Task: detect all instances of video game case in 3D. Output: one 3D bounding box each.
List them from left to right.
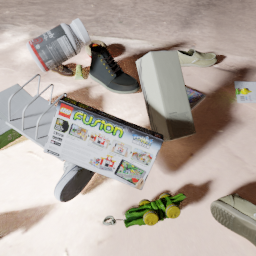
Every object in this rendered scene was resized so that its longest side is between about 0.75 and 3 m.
[{"bbox_3d":[2.146,-1.390,11.951,1.902,0.171,1.362,28,48,29],"label":"video game case"}]

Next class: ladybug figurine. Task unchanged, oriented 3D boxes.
[{"bbox_3d":[-1.661,-4.069,14.770,1.164,0.617,1.715,-4,40,-4],"label":"ladybug figurine"}]

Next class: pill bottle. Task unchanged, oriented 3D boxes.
[{"bbox_3d":[-2.703,-3.316,11.148,2.290,1.327,1.327,-31,46,-4],"label":"pill bottle"}]

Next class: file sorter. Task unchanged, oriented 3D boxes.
[{"bbox_3d":[-2.478,-0.376,9.082,2.287,1.424,1.587,34,52,1],"label":"file sorter"}]

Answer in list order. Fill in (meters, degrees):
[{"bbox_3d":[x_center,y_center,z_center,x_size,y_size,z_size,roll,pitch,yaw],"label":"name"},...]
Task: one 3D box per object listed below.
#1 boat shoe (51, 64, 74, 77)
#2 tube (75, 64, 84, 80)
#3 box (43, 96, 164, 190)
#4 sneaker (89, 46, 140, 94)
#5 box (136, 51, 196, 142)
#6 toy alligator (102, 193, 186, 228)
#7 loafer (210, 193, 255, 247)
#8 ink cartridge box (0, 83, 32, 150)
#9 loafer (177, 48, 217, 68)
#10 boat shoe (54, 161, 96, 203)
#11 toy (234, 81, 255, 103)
[{"bbox_3d":[-3.216,-2.844,13.433,1.404,0.494,0.494,20,42,20],"label":"boat shoe"},{"bbox_3d":[-2.313,-2.624,13.355,0.321,0.287,1.107,-32,40,22],"label":"tube"},{"bbox_3d":[-0.660,0.418,7.530,2.881,1.586,0.500,22,17,-1],"label":"box"},{"bbox_3d":[-0.698,-2.552,12.290,2.819,1.497,1.054,27,47,28],"label":"sneaker"},{"bbox_3d":[1.217,-1.002,9.113,1.159,2.820,0.964,-11,-2,-30],"label":"box"},{"bbox_3d":[0.483,2.285,7.349,2.297,0.552,0.761,-15,18,-6],"label":"toy alligator"},{"bbox_3d":[3.331,2.407,6.814,2.627,0.994,0.897,32,56,33],"label":"loafer"},{"bbox_3d":[-4.527,-0.198,9.655,1.552,0.886,2.989,40,52,13],"label":"ink cartridge box"},{"bbox_3d":[3.373,-3.540,14.010,2.315,0.790,0.876,-6,40,-7],"label":"loafer"},{"bbox_3d":[-1.506,1.219,8.390,0.822,0.925,2.515,16,32,20],"label":"boat shoe"},{"bbox_3d":[5.790,-1.299,11.499,2.665,0.629,1.535,5,43,10],"label":"toy"}]
